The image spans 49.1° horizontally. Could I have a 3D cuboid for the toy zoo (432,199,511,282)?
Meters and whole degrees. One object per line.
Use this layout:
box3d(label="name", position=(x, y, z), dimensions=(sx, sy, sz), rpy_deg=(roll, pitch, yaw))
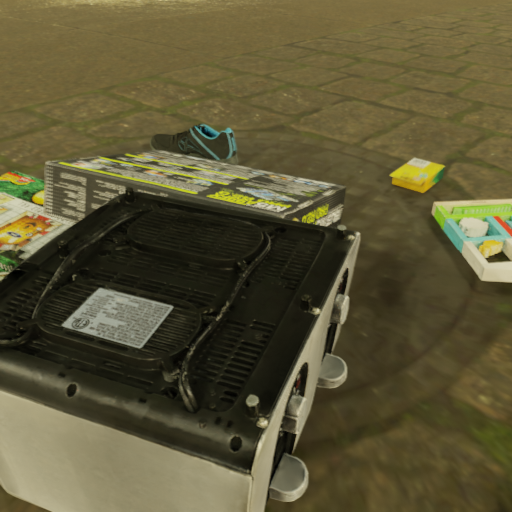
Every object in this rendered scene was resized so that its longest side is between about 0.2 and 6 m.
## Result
box3d(label="toy zoo", position=(4.235, -0.233, 9.416), dimensions=(1.703, 0.266, 2.596), rpy_deg=(-3, 33, -5))

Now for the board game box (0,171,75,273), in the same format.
box3d(label="board game box", position=(-3.593, -0.438, 9.573), dimensions=(4.239, 0.497, 2.221), rpy_deg=(18, 35, 25))

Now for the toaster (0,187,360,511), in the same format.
box3d(label="toaster", position=(-0.976, 0.954, 5.853), dimensions=(3.628, 2.153, 3.281), rpy_deg=(12, 35, 17))

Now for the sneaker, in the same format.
box3d(label="sneaker", position=(-1.381, -2.550, 12.418), dimensions=(2.190, 0.897, 0.802), rpy_deg=(13, 36, 20))

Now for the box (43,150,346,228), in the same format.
box3d(label="box", position=(-0.844, -0.917, 9.143), dimensions=(3.923, 0.868, 3.143), rpy_deg=(14, 19, 20))

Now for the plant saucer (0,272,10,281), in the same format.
box3d(label="plant saucer", position=(-3.732, 0.646, 8.053), dimensions=(1.102, 0.276, 1.102), rpy_deg=(0, 34, 0))

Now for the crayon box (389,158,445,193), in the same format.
box3d(label="crayon box", position=(3.308, -1.643, 11.570), dimensions=(0.719, 0.288, 1.133), rpy_deg=(24, 40, 33))
